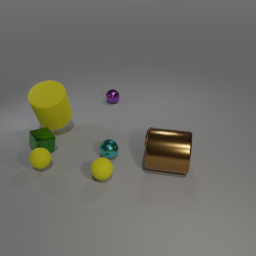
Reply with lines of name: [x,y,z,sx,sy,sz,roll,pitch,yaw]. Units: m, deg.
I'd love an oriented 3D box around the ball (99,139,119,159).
ball: [-0.675,0.741,9.987,0.700,0.700,0.700,0,30,0]

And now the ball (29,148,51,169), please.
ball: [-2.935,1.007,9.352,0.700,0.700,0.700,0,30,0]

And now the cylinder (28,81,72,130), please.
cylinder: [-3.009,-0.886,10.978,1.400,1.400,1.400,-1,54,2]

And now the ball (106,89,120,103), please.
ball: [-0.767,-1.591,14.054,0.700,0.700,0.700,0,30,0]

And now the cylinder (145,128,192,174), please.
cylinder: [1.351,0.744,9.270,1.400,1.400,1.400,6,30,10]

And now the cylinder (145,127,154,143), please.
cylinder: [1.109,0.377,10.618,0.700,0.700,0.700,16,34,26]

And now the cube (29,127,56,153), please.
cube: [-3.135,0.494,10.229,0.700,0.700,0.700,-15,43,-37]

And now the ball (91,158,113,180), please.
ball: [-0.825,1.283,8.844,0.700,0.700,0.700,0,30,0]
